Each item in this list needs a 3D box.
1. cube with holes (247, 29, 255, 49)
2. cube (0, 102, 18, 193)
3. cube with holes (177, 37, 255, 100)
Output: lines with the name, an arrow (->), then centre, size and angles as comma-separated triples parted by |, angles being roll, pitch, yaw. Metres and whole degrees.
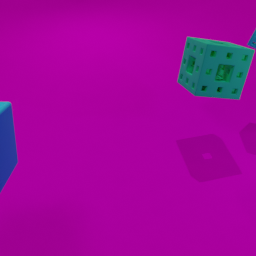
cube with holes -> 3.489, -2.330, 6.605 | 0.808, 0.808, 0.808 | 30, 73, 13
cube -> -2.080, 0.240, 3.619 | 0.970, 0.970, 0.970 | -1, 19, -7
cube with holes -> 1.924, -1.374, 6.366 | 1.092, 1.092, 1.092 | 3, 24, -13
